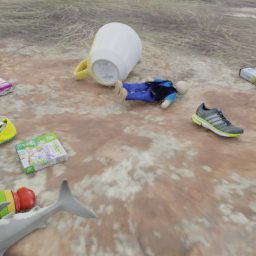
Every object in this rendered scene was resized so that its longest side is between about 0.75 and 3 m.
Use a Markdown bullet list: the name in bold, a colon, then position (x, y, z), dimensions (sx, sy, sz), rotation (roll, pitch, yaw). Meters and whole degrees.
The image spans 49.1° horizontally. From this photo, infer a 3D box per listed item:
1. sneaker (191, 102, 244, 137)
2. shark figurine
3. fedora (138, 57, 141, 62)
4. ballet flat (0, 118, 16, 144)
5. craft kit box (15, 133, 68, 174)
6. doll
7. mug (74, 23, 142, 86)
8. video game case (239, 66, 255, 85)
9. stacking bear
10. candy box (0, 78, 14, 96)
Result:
- **sneaker**: position (2.757, -0.246, 8.592), dimensions (1.643, 0.665, 0.607), rotation (27, 27, 28)
- **shark figurine**: position (-2.173, 2.088, 5.230), dimensions (2.900, 1.733, 1.210), rotation (-7, 56, -41)
- **fedora**: position (-0.315, -3.723, 13.722), dimensions (1.803, 0.920, 2.039), rotation (25, 41, 32)
- **ballet flat**: position (-4.099, 0.363, 7.771), dimensions (0.713, 0.715, 2.133), rotation (20, 39, 28)
- **craft kit box**: position (-2.408, 0.672, 7.735), dimensions (1.141, 0.280, 1.156), rotation (-16, 37, -27)
- **doll**: position (0.985, -1.330, 10.225), dimensions (2.711, 0.657, 1.850), rotation (-6, 41, -19)
- **mug**: position (-0.793, -2.703, 11.713), dimensions (2.155, 2.690, 2.209), rotation (30, 42, -13)
- **video game case**: position (6.736, -2.059, 11.705), dimensions (2.993, 0.382, 2.705), rotation (-11, 35, -17)
- **stacking bear**: position (-2.602, 1.606, 5.979), dimensions (1.232, 0.748, 0.701), rotation (-10, 74, -31)
- **candy box**: position (-5.138, -1.625, 11.098), dimensions (1.067, 0.325, 0.727), rotation (29, 45, 35)
